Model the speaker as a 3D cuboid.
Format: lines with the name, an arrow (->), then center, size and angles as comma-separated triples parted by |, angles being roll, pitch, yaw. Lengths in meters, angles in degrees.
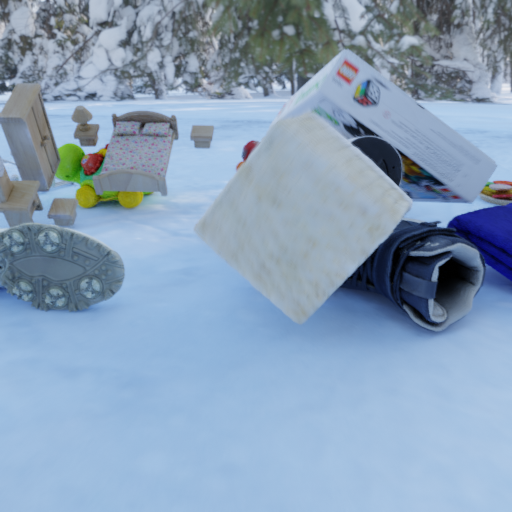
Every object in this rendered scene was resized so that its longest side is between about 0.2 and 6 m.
speaker -> 1.331, -1.322, 8.955 | 1.048, 1.048, 2.580 | -4, 9, -10

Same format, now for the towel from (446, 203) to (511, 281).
towel -> 4.217, -0.158, 8.285 | 2.552, 0.632, 1.884 | -12, 36, -37

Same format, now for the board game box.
board game box -> 1.924, -2.069, 10.216 | 2.878, 0.789, 4.559 | 34, 1, -9

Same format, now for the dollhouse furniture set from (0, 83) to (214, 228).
dollhouse furniture set -> -2.793, -2.135, 10.858 | 3.702, 1.807, 3.157 | 0, 47, 0

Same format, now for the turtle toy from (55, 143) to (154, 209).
turtle toy -> -3.402, -1.884, 12.601 | 2.545, 1.287, 1.855 | 1, 19, 4

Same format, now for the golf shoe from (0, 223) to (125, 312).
golf shoe -> -3.050, -0.002, 7.602 | 2.949, 1.155, 1.434 | 4, 14, 9

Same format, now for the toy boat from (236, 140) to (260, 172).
toy boat -> -0.079, -1.800, 11.334 | 0.703, 0.702, 1.075 | -17, 57, -26

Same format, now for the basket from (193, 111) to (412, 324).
basket -> 0.572, -0.444, 6.536 | 1.802, 1.786, 1.449 | 42, 24, 3

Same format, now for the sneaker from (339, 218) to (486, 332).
sneaker -> 1.336, 0.071, 7.167 | 3.057, 1.162, 2.209 | 0, 17, -3

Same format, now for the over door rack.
over door rack -> -6.226, -2.147, 13.811 | 3.091, 1.030, 2.284 | 8, 20, 23

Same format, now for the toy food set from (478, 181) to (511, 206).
toy food set -> 5.819, -1.430, 12.692 | 1.540, 0.379, 1.556 | -9, 22, -24
